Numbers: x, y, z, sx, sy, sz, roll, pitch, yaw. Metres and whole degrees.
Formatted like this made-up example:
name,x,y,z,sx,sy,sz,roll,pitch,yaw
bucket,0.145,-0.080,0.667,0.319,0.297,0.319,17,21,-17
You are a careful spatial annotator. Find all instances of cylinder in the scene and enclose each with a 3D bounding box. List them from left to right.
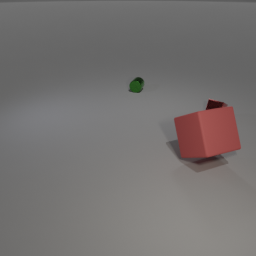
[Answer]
name,x,y,z,sx,sy,sz,roll,pitch,yaw
cylinder,0.504,-2.419,15.666,0.700,0.700,0.700,9,29,16

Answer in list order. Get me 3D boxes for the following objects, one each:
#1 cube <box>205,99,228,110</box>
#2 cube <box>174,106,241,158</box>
name,x,y,z,sx,sy,sz,roll,pitch,yaw
cube,3.909,-0.830,12.429,0.700,0.700,0.700,19,7,33
cube,2.563,0.159,9.179,1.400,1.400,1.400,-10,-3,-24
